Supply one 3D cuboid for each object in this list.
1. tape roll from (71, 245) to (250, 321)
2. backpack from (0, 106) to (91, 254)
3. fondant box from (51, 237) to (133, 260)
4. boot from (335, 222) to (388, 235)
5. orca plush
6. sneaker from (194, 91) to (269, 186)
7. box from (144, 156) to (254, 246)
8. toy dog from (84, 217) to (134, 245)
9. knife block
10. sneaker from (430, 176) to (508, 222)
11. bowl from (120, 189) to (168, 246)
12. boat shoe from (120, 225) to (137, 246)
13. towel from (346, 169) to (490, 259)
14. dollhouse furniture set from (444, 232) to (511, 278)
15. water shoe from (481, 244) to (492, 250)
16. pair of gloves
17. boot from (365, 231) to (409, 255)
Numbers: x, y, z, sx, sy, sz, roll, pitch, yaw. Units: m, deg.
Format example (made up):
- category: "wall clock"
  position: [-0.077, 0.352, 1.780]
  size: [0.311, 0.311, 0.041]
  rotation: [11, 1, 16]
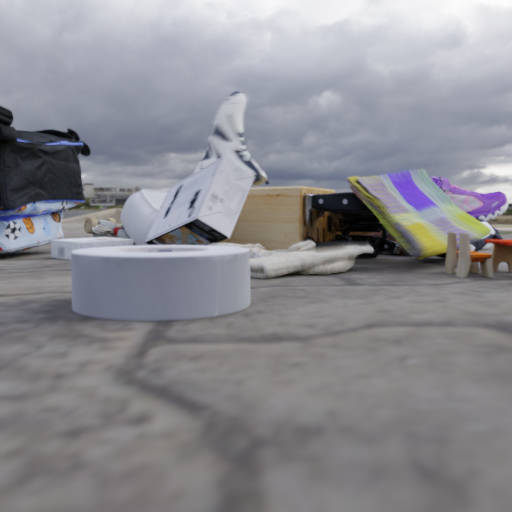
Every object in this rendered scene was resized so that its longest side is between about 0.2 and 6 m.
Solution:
- category: "tape roll"
  position: [-0.811, 0.188, 4.873]
  size: [1.525, 0.504, 1.525]
  rotation: [-1, 4, 0]
- category: "backpack"
  position: [-5.436, -1.406, 10.796]
  size: [3.488, 2.821, 3.662]
  rotation: [7, 4, 6]
- category: "fondant box"
  position: [-3.032, -0.140, 10.410]
  size: [0.876, 0.354, 1.214]
  rotation: [5, 8, 38]
- category: "boot"
  position: [1.648, -0.832, 14.280]
  size: [3.970, 1.313, 3.476]
  rotation: [1, 17, 22]
- category: "orca plush"
  position: [3.304, -0.406, 10.159]
  size: [2.675, 1.407, 0.951]
  rotation: [-14, -20, -46]
- category: "sneaker"
  position: [-0.364, -2.516, 13.928]
  size: [1.805, 2.774, 1.107]
  rotation: [22, -6, -6]
- category: "box"
  position: [-1.015, -0.766, 9.495]
  size: [0.635, 1.232, 2.112]
  rotation: [32, -25, -25]
- category: "toy dog"
  position: [-3.389, -0.389, 12.885]
  size: [1.028, 0.751, 1.559]
  rotation: [6, 14, -27]
- category: "knife block"
  position: [0.481, -0.616, 10.234]
  size: [4.012, 1.284, 3.522]
  rotation: [0, 3, -12]
- category: "sneaker"
  position: [4.047, -1.188, 11.798]
  size: [2.392, 1.057, 0.962]
  rotation: [-7, 14, 7]
- category: "bowl"
  position: [-1.810, -0.860, 12.502]
  size: [2.149, 0.802, 2.146]
  rotation: [3, 24, -27]
- category: "boat shoe"
  position: [-2.581, -0.713, 13.339]
  size: [1.190, 1.056, 3.184]
  rotation: [-2, 5, -29]
- category: "towel"
  position: [2.567, -0.732, 8.730]
  size: [2.352, 0.268, 1.689]
  rotation: [-11, 53, -43]
- category: "dollhouse furniture set"
  position: [3.390, -0.138, 6.995]
  size: [1.628, 0.839, 1.611]
  rotation: [0, 4, 1]
- category: "water shoe"
  position: [4.665, -0.482, 12.589]
  size: [1.806, 0.713, 0.646]
  rotation: [-3, 5, -32]
- category: "pair of gloves"
  position: [0.258, -0.009, 8.215]
  size: [2.027, 0.418, 2.384]
  rotation: [-3, 4, -31]
- category: "boot"
  position: [3.123, -0.381, 11.542]
  size: [1.513, 0.658, 1.819]
  rotation: [6, 10, 43]
